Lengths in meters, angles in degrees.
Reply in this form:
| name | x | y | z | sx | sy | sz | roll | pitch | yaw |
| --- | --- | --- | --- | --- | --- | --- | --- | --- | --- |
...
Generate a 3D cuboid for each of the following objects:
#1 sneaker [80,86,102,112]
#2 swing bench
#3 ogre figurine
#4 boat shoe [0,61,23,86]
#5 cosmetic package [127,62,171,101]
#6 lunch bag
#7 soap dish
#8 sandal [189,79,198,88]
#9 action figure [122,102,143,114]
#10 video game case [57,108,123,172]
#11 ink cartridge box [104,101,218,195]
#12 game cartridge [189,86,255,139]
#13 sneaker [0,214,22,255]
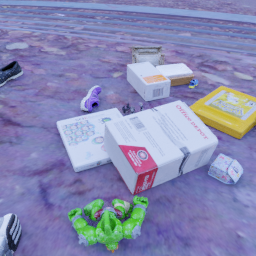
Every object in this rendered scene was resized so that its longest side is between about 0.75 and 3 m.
| name | x | y | z | sx | sy | sz | roll | pitch | yaw |
| --- | --- | --- | --- | --- | --- | --- | --- | --- | --- |
| sneaker | -1.512 | -1.230 | 12.364 | 0.674 | 0.651 | 1.616 | 22 | 48 | 4 |
| swing bench | 1.098 | -3.810 | 15.407 | 1.700 | 1.109 | 1.709 | -1 | 31 | -1 |
| ogre figurine | -0.492 | 2.327 | 6.971 | 2.048 | 1.005 | 1.228 | 9 | 23 | -8 |
| boat shoe | -6.374 | -2.723 | 14.082 | 0.918 | 0.814 | 2.455 | 22 | 41 | 27 |
| cosmetic package | 0.928 | -2.292 | 13.446 | 1.233 | 0.867 | 2.432 | -13 | 37 | -17 |
| lunch bag | 3.094 | 1.297 | 8.762 | 0.872 | 0.554 | 0.739 | 31 | 46 | 27 |
| soap dish | 2.274 | -2.655 | 14.101 | 1.697 | 0.689 | 1.335 | -10 | 37 | -13 |
| sandal | 3.270 | -2.248 | 13.847 | 0.309 | 0.339 | 0.778 | 16 | 37 | 24 |
| action figure | 0.316 | -0.721 | 11.533 | 1.153 | 0.588 | 0.685 | 23 | 31 | 31 |
| video game case | -1.077 | 0.297 | 10.311 | 2.531 | 0.329 | 2.781 | -14 | 39 | -19 |
| ink cartridge box | 0.985 | 0.503 | 8.942 | 2.943 | 1.232 | 2.123 | -18 | 52 | -22 |
| game cartridge | 4.239 | -0.783 | 11.718 | 2.460 | 0.453 | 2.791 | 29 | 44 | 34 |
| sneaker | -3.504 | 3.098 | 6.003 | 1.631 | 1.060 | 2.824 | -4 | 26 | 2 |
